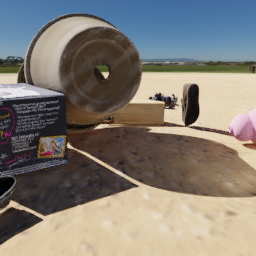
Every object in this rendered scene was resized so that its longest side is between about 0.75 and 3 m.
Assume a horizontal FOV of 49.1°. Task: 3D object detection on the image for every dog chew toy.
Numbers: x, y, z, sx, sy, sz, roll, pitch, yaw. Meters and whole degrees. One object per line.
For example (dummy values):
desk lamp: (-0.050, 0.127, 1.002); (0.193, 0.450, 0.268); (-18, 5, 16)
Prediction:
dog chew toy: (3.273, -0.036, 6.602); (1.699, 1.058, 1.058); (-5, 13, 10)

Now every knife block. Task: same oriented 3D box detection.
knife block: (-0.126, -0.520, 9.121); (1.877, 0.684, 2.138); (-14, 20, -41)

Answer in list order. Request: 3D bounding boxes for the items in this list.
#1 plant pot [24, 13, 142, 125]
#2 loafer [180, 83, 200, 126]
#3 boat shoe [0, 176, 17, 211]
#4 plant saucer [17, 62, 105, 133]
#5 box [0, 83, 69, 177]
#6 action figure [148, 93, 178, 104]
plant pot: (-0.887, -1.339, 6.633); (2.933, 2.933, 2.545); (-5, 13, -20)
loafer: (1.850, -0.728, 8.417); (0.510, 1.398, 0.496); (-10, 30, -19)
boat shoe: (-1.947, 0.886, 3.231); (0.505, 0.430, 1.510); (43, 22, 15)
plant saucer: (-1.809, -1.073, 8.249); (2.799, 2.799, 0.412); (-10, -20, -34)
box: (-2.516, -0.111, 5.764); (1.670, 1.450, 2.528); (-10, 17, -35)
action figure: (1.603, -1.300, 12.554); (1.145, 0.611, 1.761); (-1, 8, 31)
